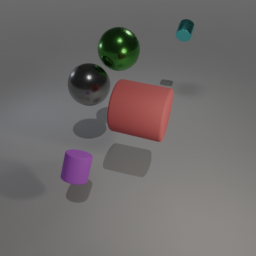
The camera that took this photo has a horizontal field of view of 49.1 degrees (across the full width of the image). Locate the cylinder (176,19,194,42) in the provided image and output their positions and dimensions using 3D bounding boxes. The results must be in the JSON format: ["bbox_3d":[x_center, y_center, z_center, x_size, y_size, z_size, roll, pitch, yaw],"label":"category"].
[{"bbox_3d":[2.561,-4.372,12.559,0.700,0.700,0.700,12,63,18],"label":"cylinder"}]

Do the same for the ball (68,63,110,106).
[{"bbox_3d":[-1.282,-1.432,9.259,1.400,1.400,1.400,0,33,0],"label":"ball"}]

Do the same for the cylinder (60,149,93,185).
[{"bbox_3d":[-1.303,0.979,7.109,0.700,0.700,0.700,13,10,-2],"label":"cylinder"}]

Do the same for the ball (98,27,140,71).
[{"bbox_3d":[-0.302,-2.591,9.243,1.400,1.400,1.400,0,33,0],"label":"ball"}]

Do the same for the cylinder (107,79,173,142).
[{"bbox_3d":[0.343,-0.462,7.296,1.400,1.400,1.400,13,35,13],"label":"cylinder"}]
